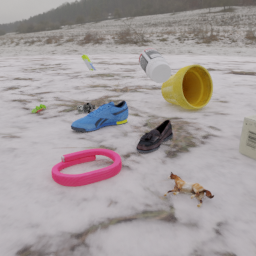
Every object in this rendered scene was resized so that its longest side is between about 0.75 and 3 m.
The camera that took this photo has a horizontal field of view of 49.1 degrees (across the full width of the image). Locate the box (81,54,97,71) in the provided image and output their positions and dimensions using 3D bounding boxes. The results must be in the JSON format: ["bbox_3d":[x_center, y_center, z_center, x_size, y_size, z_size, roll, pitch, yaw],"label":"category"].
[{"bbox_3d":[-2.066,-3.409,14.827,0.229,0.961,0.586,-30,3,12],"label":"box"}]

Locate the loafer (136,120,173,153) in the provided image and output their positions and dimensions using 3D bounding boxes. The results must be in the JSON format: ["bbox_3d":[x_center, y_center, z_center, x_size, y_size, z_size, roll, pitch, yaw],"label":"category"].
[{"bbox_3d":[0.947,0.238,9.871,0.758,0.664,2.108,12,23,32],"label":"loafer"}]

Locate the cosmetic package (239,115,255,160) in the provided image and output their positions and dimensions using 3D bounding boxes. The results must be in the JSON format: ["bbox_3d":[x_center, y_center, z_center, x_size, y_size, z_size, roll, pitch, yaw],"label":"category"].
[{"bbox_3d":[4.887,0.155,9.199,2.479,1.304,0.881,-12,24,-27],"label":"cosmetic package"}]

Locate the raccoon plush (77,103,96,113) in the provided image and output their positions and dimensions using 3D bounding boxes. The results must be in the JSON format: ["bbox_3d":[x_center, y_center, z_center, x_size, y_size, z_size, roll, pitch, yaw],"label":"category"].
[{"bbox_3d":[-2.073,-0.921,13.908,0.684,0.494,1.021,-8,-12,18],"label":"raccoon plush"}]

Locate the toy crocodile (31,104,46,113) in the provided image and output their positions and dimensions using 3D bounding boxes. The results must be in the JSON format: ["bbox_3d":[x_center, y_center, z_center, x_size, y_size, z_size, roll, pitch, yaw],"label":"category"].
[{"bbox_3d":[-4.458,-0.956,13.977,0.324,0.296,0.960,-37,5,26],"label":"toy crocodile"}]

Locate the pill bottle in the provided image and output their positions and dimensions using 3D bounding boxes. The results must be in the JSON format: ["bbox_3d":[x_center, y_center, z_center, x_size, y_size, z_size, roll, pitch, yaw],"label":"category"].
[{"bbox_3d":[0.830,-1.917,8.639,0.735,0.735,1.290,-4,35,-13],"label":"pill bottle"}]

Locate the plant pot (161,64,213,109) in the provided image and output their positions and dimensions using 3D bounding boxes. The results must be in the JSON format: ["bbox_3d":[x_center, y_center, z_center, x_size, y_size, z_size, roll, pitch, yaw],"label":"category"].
[{"bbox_3d":[2.926,-2.055,14.665,2.214,2.214,2.083,-11,6,-29],"label":"plant pot"}]

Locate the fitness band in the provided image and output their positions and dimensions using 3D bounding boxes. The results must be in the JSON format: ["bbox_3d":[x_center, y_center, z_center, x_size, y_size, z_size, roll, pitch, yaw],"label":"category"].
[{"bbox_3d":[-1.150,1.067,7.934,2.007,0.376,1.441,-12,23,-29],"label":"fitness band"}]

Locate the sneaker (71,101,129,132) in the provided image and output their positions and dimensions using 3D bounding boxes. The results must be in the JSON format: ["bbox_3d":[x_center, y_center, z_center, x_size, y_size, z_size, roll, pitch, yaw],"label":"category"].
[{"bbox_3d":[-1.154,-0.560,11.653,2.704,1.060,0.891,-15,26,-33],"label":"sneaker"}]

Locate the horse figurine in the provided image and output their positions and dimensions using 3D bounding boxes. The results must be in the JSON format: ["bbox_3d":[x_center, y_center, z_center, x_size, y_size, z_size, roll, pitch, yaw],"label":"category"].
[{"bbox_3d":[1.464,1.495,6.760,1.269,0.317,0.841,10,21,27],"label":"horse figurine"}]
